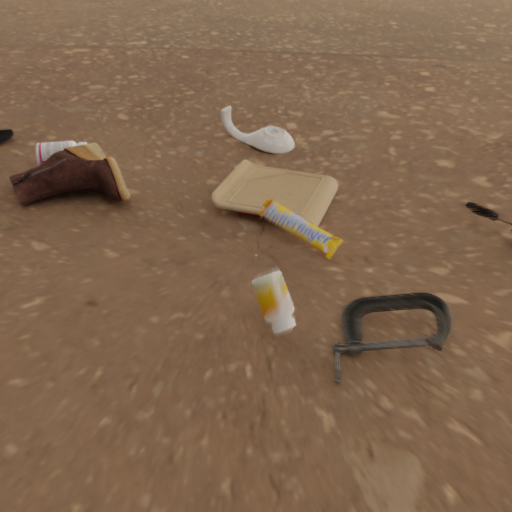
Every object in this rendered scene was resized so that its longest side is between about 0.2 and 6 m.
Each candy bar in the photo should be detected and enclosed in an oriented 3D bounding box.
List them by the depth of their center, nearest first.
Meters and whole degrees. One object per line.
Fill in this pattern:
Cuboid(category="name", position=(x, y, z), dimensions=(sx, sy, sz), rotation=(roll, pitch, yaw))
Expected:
Cuboid(category="candy bar", position=(0.693, -0.459, 9.024), dimensions=(1.483, 0.370, 0.164), rotation=(33, 3, 19))

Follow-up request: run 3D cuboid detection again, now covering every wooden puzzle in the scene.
Cuboid(category="wooden puzzle", position=(0.388, -1.141, 10.427), dimensions=(1.973, 0.367, 1.826), rotation=(15, 36, 14))

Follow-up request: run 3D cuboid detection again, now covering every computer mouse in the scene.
Cuboid(category="computer mouse", position=(4.146, -0.441, 9.235), dimensions=(1.583, 0.269, 0.464), rotation=(38, 27, 32))

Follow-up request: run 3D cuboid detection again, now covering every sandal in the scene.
Cuboid(category="sandal", position=(-6.608, -2.778, 12.699), dimensions=(2.068, 0.466, 0.777), rotation=(-1, 34, -1))

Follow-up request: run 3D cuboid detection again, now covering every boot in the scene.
Cuboid(category="boot", position=(-3.496, -1.296, 10.481), dimensions=(1.838, 0.799, 2.209), rotation=(-28, 43, -18))

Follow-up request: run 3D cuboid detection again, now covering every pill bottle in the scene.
Cuboid(category="pill bottle", position=(0.245, 0.595, 7.163), dimensions=(0.403, 0.726, 0.403), rotation=(-20, -5, -2))
Cuboid(category="pill bottle", position=(-3.991, -2.085, 11.592), dimensions=(0.986, 0.559, 0.559), rotation=(-6, 34, -9))

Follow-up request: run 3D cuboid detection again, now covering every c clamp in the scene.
Cuboid(category="c clamp", position=(1.719, 0.997, 7.132), dimensions=(1.592, 0.216, 1.360), rotation=(-10, 38, 7))

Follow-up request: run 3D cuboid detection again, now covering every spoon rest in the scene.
Cuboid(category="spoon rest", position=(0.012, -2.778, 12.771), dimensions=(1.879, 0.570, 0.934), rotation=(31, 44, 18))
